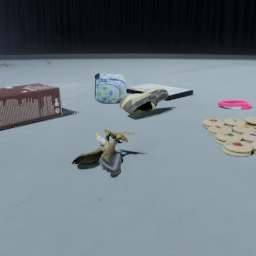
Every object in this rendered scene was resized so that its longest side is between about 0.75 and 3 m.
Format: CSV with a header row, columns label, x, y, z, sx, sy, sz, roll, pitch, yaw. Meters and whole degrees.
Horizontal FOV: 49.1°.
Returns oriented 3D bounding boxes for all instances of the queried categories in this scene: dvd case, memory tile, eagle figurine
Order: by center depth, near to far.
label,x,y,z,sx,sy,sz,roll,pitch,yaw
eagle figurine,-0.521,0.509,5.951,0.910,0.905,1.199,-39,18,50
memory tile,3.262,0.157,7.584,2.032,0.223,2.651,0,18,0
dvd case,1.395,-1.779,13.490,2.020,0.248,2.831,-16,24,-41

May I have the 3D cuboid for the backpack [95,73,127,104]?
label,x,y,z,sx,sy,sz,roll,pitch,yaw
backpack,-0.701,-1.584,11.515,1.298,1.187,0.954,-1,40,-10

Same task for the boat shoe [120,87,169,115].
label,x,y,z,sx,sy,sz,roll,pitch,yaw
boat shoe,0.679,-0.872,9.746,2.074,0.741,0.682,-18,62,-35

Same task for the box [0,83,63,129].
label,x,y,z,sx,sy,sz,roll,pitch,yaw
box,-3.746,-0.719,8.969,1.441,1.078,2.877,17,26,41

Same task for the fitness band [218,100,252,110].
label,x,y,z,sx,sy,sz,roll,pitch,yaw
fitness band,4.156,-0.928,10.901,1.288,0.241,0.925,-2,18,-10
